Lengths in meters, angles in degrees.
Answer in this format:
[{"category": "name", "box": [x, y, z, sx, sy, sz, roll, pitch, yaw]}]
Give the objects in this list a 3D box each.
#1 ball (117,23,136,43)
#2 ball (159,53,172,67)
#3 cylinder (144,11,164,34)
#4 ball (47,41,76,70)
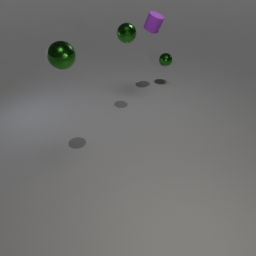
[{"category": "ball", "box": [-0.048, -3.388, 9.999, 0.700, 0.700, 0.700, 0, 32, 0]}, {"category": "ball", "box": [1.964, -3.560, 14.637, 0.700, 0.700, 0.700, 0, 32, 0]}, {"category": "cylinder", "box": [1.128, -4.619, 12.240, 0.700, 0.700, 0.700, 15, 40, -13]}, {"category": "ball", "box": [-1.656, -1.809, 6.978, 0.700, 0.700, 0.700, 0, 32, 0]}]
